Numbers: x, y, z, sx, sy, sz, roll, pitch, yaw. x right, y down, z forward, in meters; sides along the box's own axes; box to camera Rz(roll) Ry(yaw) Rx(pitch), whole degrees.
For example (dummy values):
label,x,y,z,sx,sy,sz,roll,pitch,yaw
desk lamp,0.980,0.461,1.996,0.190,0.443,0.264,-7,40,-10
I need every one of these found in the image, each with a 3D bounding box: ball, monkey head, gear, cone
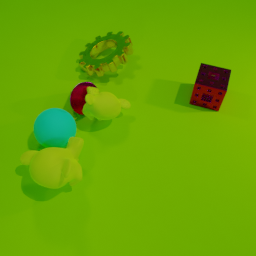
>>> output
label,x,y,z,sx,sy,sz,roll,pitch,yaw
ball,-2.002,0.022,7.712,1.138,1.138,1.138,0,55,0
monkey head,-1.696,0.763,6.778,1.934,1.166,1.391,6,74,39
monkey head,-0.753,-0.779,8.083,1.619,0.976,1.165,3,69,-44
gear,-0.774,-2.584,9.658,1.924,0.356,1.924,-13,49,15
cone,-1.591,-1.037,8.873,1.025,1.025,1.029,-36,36,-23

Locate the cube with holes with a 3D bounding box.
label,x,y,z,sx,sy,sz,roll,pitch,yaw
cube with holes,2.558,-1.276,8.759,0.945,0.945,0.945,16,56,11
